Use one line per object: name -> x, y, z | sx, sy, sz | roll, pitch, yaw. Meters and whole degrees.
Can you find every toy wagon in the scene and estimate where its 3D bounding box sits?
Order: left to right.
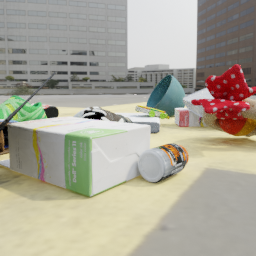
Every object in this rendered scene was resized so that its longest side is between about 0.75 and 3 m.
toy wagon -> 0.967, -0.583, 10.503 | 1.419, 0.281, 1.101 | 9, 9, -30

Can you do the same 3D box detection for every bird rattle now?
bird rattle -> 2.845, -0.245, 6.956 | 2.929, 1.650, 2.388 | 6, -15, -10

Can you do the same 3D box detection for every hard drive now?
hard drive -> 0.179, -0.234, 10.204 | 1.931, 0.391, 2.927 | 1, 8, 6

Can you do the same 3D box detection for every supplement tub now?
supplement tub -> 0.604, 0.537, 4.553 | 0.524, 0.524, 0.855 | 7, 12, 39

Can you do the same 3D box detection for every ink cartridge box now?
ink cartridge box -> -1.049, 0.309, 4.918 | 2.533, 0.853, 1.483 | 6, 11, 37
ink cartridge box -> 2.768, -0.418, 10.628 | 1.847, 0.623, 1.076 | -1, 10, 1

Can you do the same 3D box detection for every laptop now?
laptop -> -2.570, -0.146, 3.949 | 2.483, 1.439, 2.325 | 12, 23, -6

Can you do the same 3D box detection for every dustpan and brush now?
dustpan and brush -> 3.388, -0.619, 9.527 | 1.955, 0.802, 2.801 | -22, 28, -11

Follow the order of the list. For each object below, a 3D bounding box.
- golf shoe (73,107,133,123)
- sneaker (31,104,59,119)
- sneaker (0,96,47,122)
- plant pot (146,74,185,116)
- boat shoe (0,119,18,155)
golf shoe -> -0.990, -0.223, 7.601 | 2.370, 0.921, 1.120 | 6, -8, 45
sneaker -> -4.223, -0.647, 11.762 | 2.343, 0.782, 1.256 | -3, 7, -44
sneaker -> -3.569, -0.382, 8.255 | 0.984, 1.110, 2.657 | -11, -2, 31
plant pot -> 2.038, -1.381, 13.743 | 1.386, 2.057, 2.057 | 31, 1, -15
boat shoe -> -2.963, 0.177, 5.788 | 0.888, 0.887, 2.455 | 6, 10, 26
